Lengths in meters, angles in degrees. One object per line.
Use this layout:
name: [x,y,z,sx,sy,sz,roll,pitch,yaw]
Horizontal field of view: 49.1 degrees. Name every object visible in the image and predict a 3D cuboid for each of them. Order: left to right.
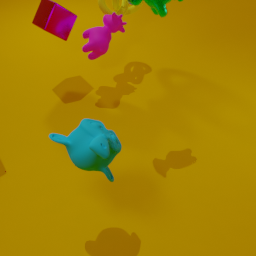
cube: [-2.174,-3.216,8.307,0.824,0.824,0.824,36,14,38]
monkey head: [-0.639,0.405,4.857,1.450,0.874,1.043,38,14,-14]
cow figurine: [-0.674,-2.727,8.241,1.320,0.737,1.342,-17,52,19]
knot shape: [-0.286,-3.995,8.696,1.390,1.486,0.687,-41,53,-14]
cow figurine: [0.514,-2.792,5.673,1.085,1.067,0.595,-40,37,5]
